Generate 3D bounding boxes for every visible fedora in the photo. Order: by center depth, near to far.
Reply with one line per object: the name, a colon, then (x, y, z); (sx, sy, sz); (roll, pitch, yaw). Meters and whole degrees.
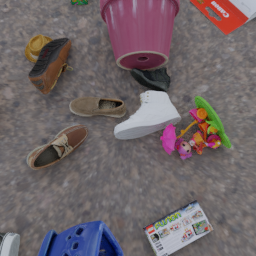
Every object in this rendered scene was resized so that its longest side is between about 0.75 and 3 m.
fedora: (-3.243, -2.984, 10.208); (1.237, 0.505, 1.237); (0, 66, 0)

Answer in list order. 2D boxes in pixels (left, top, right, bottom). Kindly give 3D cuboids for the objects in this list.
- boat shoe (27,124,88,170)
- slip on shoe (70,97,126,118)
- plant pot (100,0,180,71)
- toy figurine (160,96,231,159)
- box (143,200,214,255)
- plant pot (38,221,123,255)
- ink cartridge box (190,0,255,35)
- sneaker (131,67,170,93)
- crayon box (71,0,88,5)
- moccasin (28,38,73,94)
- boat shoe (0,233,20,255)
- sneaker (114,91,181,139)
boat shoe: (-2.024, 0.617, 8.390); (2.052, 0.737, 0.777); (-37, 110, -15)
slip on shoe: (-1.001, -0.732, 9.206); (1.889, 0.572, 0.718); (9, 67, 4)
plant pot: (0.410, -3.352, 9.384); (2.705, 2.705, 2.421); (-2, 83, -1)
toy figurine: (1.925, 0.284, 8.635); (1.755, 1.432, 1.907); (-34, 95, 1)
box: (1.396, 2.825, 7.839); (1.723, 0.299, 0.948); (-24, 69, -10)
plant pot: (-1.179, 3.383, 6.470); (1.625, 1.808, 1.808); (-7, 43, 16)
ink cartridge box: (4.283, -5.218, 11.088); (2.793, 0.797, 2.270); (-31, 71, -17)
sneaker: (0.833, -1.823, 9.708); (1.424, 0.544, 0.816); (26, 68, 7)
crayon box: (-1.973, -5.550, 11.393); (0.665, 0.326, 1.119); (-2, 67, -1)
moccasin: (-2.507, -2.217, 9.654); (0.948, 1.000, 2.592); (-7, 47, 14)
boat shoe: (-3.458, 4.022, 7.052); (0.838, 0.930, 2.632); (3, 60, 1)
sneaker: (0.449, -0.473, 9.030); (2.221, 0.818, 1.284); (-15, 66, -17)
